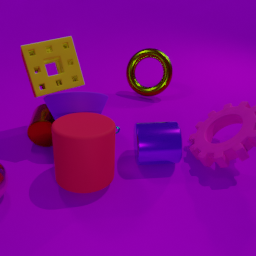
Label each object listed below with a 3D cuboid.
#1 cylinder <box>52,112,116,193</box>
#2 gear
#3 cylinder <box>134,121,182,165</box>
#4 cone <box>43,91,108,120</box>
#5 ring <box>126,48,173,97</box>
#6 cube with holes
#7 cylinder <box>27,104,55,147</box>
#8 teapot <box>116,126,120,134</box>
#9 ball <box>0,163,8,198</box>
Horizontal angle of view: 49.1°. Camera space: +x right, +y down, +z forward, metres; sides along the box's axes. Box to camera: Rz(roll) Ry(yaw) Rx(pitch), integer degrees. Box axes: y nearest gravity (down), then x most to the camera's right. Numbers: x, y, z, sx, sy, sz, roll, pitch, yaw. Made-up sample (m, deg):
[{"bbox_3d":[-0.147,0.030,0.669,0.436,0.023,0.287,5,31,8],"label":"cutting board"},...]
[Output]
[{"bbox_3d":[-0.982,0.520,6.362,1.377,1.377,1.377,2,24,-1],"label":"cylinder"},{"bbox_3d":[2.483,0.132,7.085,1.941,0.359,1.941,-33,25,18],"label":"gear"},{"bbox_3d":[0.720,0.380,7.057,1.071,1.071,1.071,-3,36,-4],"label":"cylinder"},{"bbox_3d":[-1.311,0.046,7.323,1.678,1.685,1.678,-3,-4,0],"label":"cone"},{"bbox_3d":[0.728,-1.931,9.747,1.663,1.663,0.333,12,9,16],"label":"ring"},{"bbox_3d":[-1.981,-1.535,7.276,1.210,1.210,1.210,-18,11,-18],"label":"cube with holes"},{"bbox_3d":[-2.277,-0.084,7.852,0.899,0.899,0.899,-3,37,-4],"label":"cylinder"},{"bbox_3d":[-0.787,-0.014,8.039,1.158,0.567,0.720,9,36,9],"label":"teapot"},{"bbox_3d":[-3.146,1.148,6.011,1.062,1.062,1.062,0,36,0],"label":"ball"}]
